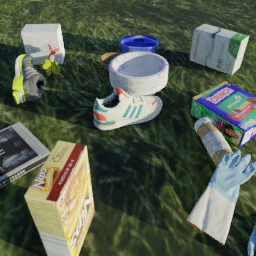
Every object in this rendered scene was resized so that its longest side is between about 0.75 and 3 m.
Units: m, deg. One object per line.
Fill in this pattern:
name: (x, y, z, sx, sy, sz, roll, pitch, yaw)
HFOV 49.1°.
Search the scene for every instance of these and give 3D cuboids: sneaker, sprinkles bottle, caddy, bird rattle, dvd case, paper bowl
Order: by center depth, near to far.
dvd case: (-4.186, 1.002, 8.771, 2.853, 0.353, 2.144, -31, 50, -31)
sprinkles bottle: (2.822, 0.510, 9.069, 0.690, 0.690, 2.023, -7, 42, -8)
sneaker: (0.047, -0.863, 10.157, 2.790, 1.304, 0.982, -16, 43, -16)
paper bowl: (0.439, -2.115, 11.581, 2.402, 1.249, 2.402, -2, 39, 2)
sneaker: (-4.131, -2.091, 11.894, 1.205, 1.100, 2.978, -3, 49, -13)
bird rattle: (-3.515, -2.991, 12.576, 0.780, 1.129, 1.385, 2, 64, -27)
caddy: (0.556, -4.141, 14.089, 1.975, 1.037, 1.396, 4, 41, 5)

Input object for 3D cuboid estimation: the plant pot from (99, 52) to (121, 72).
plant pot: (-0.698, -3.013, 13.150, 1.257, 0.580, 1.257, 0, 42, 0)

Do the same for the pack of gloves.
pack of gloves: (3.240, 2.069, 7.460, 2.416, 0.568, 2.876, 31, 59, 17)

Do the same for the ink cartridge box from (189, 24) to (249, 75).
ink cartridge box: (4.191, -3.721, 13.133, 2.277, 1.669, 0.946, 29, 48, 28)

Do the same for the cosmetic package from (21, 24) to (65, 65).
cosmetic package: (-4.022, -4.014, 13.458, 1.657, 1.652, 1.019, -2, 42, -3)

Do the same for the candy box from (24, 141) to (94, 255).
candy box: (-1.373, 1.730, 6.247, 0.714, 2.583, 1.491, 10, 42, 11)

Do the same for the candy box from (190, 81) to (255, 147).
candy box: (3.776, -0.614, 10.195, 1.935, 0.882, 2.289, -28, 47, -26)
